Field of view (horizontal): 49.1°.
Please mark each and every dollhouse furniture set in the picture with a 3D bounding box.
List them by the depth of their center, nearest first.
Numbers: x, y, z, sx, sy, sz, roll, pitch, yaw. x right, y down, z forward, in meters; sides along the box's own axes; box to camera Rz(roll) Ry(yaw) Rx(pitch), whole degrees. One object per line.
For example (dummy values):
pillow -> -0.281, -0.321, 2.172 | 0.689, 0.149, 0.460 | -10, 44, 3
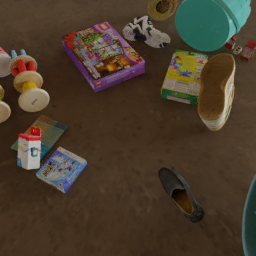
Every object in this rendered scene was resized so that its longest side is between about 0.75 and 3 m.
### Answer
dollhouse furniture set -> 4.325, -3.149, 10.852 | 1.183, 0.637, 0.481 | 35, 60, 23

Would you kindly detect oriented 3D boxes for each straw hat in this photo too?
straw hat -> 1.608, -5.423, 12.627 | 1.330, 1.330, 0.563 | 25, 16, 18

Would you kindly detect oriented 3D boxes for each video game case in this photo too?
video game case -> -1.838, 1.132, 7.795 | 0.947, 0.238, 1.045 | 24, 56, 18

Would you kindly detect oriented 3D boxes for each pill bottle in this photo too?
pill bottle -> -4.946, -2.611, 10.286 | 0.882, 0.882, 1.572 | -35, 59, -24

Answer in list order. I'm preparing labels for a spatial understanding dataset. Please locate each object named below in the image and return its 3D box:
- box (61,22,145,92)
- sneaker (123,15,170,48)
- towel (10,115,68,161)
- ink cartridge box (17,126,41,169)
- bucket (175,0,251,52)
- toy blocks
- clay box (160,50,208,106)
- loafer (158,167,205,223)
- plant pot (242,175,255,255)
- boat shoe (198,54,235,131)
box -> -1.000, -2.802, 10.602 | 2.040, 0.583, 2.981 | -25, 56, -18
sneaker -> 0.924, -4.072, 11.448 | 1.993, 0.795, 1.297 | 16, 62, 24
towel -> -2.663, 0.292, 8.502 | 1.071, 0.158, 1.460 | 22, 55, 16
ink cartridge box -> -2.693, 0.518, 7.629 | 0.637, 1.096, 0.369 | 7, 5, 45
bucket -> 3.169, -4.327, 10.707 | 2.573, 2.573, 1.674 | 28, 61, 20
toy blocks -> -4.076, -1.586, 9.434 | 2.229, 0.971, 2.675 | -19, 55, -15
clay box -> 2.031, -1.863, 9.921 | 1.266, 0.525, 2.204 | 15, 54, 11
loafer -> 1.249, 1.552, 6.926 | 0.594, 0.590, 1.632 | -43, 53, 4
plant pot -> 4.321, 2.036, 5.689 | 2.826, 2.885, 2.885 | 19, 54, 3
boat shoe -> 2.888, -1.191, 9.133 | 1.073, 1.007, 2.910 | 5, 56, 29
